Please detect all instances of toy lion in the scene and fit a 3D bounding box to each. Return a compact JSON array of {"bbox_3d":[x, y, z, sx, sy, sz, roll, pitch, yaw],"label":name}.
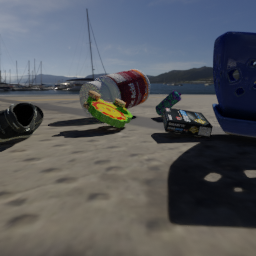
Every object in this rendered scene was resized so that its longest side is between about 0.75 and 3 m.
[{"bbox_3d":[-0.459,-0.423,7.549,1.476,0.507,1.415,13,22,-40],"label":"toy lion"}]

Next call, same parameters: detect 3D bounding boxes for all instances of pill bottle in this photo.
[{"bbox_3d":[-0.461,-1.329,10.619,1.478,1.478,2.589,7,22,41],"label":"pill bottle"}]

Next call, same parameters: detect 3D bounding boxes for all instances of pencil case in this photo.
[{"bbox_3d":[1.482,-0.913,10.365,0.493,0.454,1.067,-16,-20,-47],"label":"pencil case"}]

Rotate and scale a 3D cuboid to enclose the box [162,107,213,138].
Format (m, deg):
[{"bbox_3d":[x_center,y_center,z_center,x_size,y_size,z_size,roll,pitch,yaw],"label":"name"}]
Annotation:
[{"bbox_3d":[1.345,-0.156,6.618,1.001,0.290,1.259,8,18,1],"label":"box"}]

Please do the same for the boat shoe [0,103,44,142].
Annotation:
[{"bbox_3d":[-2.137,-0.205,5.815,0.654,0.695,1.934,-34,5,9],"label":"boat shoe"}]

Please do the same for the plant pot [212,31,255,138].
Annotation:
[{"bbox_3d":[2.899,-0.888,5.956,2.197,1.975,2.197,7,15,11],"label":"plant pot"}]
